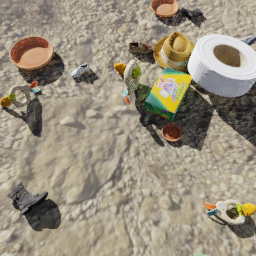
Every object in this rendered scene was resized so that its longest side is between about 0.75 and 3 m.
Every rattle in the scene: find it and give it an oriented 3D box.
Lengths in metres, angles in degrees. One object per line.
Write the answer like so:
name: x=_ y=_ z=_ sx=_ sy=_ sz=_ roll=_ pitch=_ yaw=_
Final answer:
rattle: x=-0.262 y=-1.907 z=11.621 sx=1.338 sy=1.219 sz=1.873 roll=15 pitch=74 yaw=9
rattle: x=-4.489 y=-1.384 z=11.754 sx=0.933 sy=1.023 sz=1.432 roll=40 pitch=48 yaw=-15
rattle: x=3.313 y=2.694 z=9.205 sx=1.332 sy=0.951 sz=0.867 roll=19 pitch=82 yaw=3

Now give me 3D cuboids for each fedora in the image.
fedora: x=2.200 y=-3.568 z=12.529 sx=2.216 sy=0.904 sz=2.216 roll=0 pitch=61 yaw=0

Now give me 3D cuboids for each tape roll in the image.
tape roll: x=3.987 y=-2.633 z=11.619 sx=2.868 sy=1.003 sz=2.868 roll=6 pitch=53 yaw=-8

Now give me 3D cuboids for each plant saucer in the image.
plant saucer: x=-4.339 y=-3.357 z=12.721 sx=1.949 sy=0.365 sz=1.949 roll=0 pitch=61 yaw=-1
plant saucer: x=1.710 y=0.181 z=10.968 sx=0.781 sy=0.126 sz=0.781 roll=0 pitch=62 yaw=-1
plant saucer: x=1.849 y=-6.135 z=14.258 sx=1.423 sy=0.266 sz=1.423 roll=0 pitch=62 yaw=1

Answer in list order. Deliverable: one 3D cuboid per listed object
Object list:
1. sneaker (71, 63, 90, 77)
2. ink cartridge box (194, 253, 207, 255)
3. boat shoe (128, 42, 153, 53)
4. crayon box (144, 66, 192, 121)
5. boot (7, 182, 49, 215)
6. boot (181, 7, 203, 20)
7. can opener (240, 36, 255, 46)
sneaker: x=-2.105 y=-2.575 z=12.314 sx=0.952 sy=0.337 sz=0.348 roll=-36 pitch=68 yaw=-17
ink cartridge box: x=2.342 y=5.114 z=7.955 sx=1.368 sy=0.782 sz=2.636 roll=10 pitch=62 yaw=5
boat shoe: x=0.575 y=-3.732 z=12.884 sx=1.170 sy=0.420 sz=0.443 roll=-2 pitch=62 yaw=-1
crayon box: x=1.674 y=-1.449 z=11.522 sx=1.246 sy=0.611 sz=2.098 roll=24 pitch=63 yaw=12
boot: x=-3.481 y=2.289 z=9.680 sx=1.191 sy=0.412 sz=1.037 roll=-37 pitch=69 yaw=-15
boot: x=3.227 y=-5.861 z=14.119 sx=0.828 sy=0.329 sz=0.951 roll=-32 pitch=72 yaw=-21
can opener: x=5.198 y=-3.876 z=12.837 sx=1.527 sy=0.511 sz=0.407 roll=-22 pitch=85 yaw=-9
